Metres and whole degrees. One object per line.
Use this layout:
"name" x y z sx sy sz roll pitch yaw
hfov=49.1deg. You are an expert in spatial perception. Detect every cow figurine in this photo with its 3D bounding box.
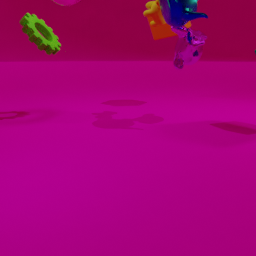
"cow figurine" 1.132 -3.917 9.283 1.194 0.666 1.214 6 -18 33

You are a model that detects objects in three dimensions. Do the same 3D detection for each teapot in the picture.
"teapot" 1.528 -3.540 7.972 1.017 1.292 2.078 -20 51 -3

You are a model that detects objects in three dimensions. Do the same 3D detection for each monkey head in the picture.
"monkey head" 1.793 -2.643 8.903 1.290 1.080 1.793 32 46 0

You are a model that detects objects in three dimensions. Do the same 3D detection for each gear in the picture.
"gear" -2.920 -3.151 9.431 0.275 1.485 1.485 -34 3 20

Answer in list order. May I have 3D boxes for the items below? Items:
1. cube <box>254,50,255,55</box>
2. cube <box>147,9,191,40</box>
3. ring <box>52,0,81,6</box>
"cube" 4.410 -1.860 7.979 1.018 1.018 1.018 -28 -44 36
"cube" 1.725 -4.599 11.816 1.247 1.247 1.247 2 33 41
"ring" -0.749 -2.567 3.624 0.368 1.839 1.839 -3 14 -35
